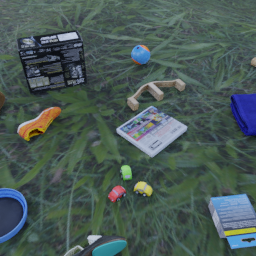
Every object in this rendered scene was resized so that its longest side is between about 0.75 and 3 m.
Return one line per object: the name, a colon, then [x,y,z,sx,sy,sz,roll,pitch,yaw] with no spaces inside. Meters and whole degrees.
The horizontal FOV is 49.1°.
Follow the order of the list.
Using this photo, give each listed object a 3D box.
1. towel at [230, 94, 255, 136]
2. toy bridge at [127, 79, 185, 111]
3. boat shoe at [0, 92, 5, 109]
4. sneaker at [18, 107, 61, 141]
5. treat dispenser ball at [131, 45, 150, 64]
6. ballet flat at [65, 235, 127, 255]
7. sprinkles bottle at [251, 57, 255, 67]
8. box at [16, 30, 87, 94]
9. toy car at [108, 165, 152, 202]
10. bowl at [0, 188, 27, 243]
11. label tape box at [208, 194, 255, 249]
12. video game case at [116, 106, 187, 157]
towel: [5.511,-0.494,10.749,2.773,0.687,2.048,-2,49,-2]
toy bridge: [1.162,-1.587,12.041,2.798,0.381,0.940,-24,52,-23]
boat shoe: [-5.473,-0.658,10.990,0.665,0.667,1.848,-18,47,26]
sneaker: [-3.177,-0.141,10.437,0.701,0.664,1.818,40,60,15]
treat dispenser ball: [0.632,-3.638,13.944,0.931,0.931,0.931,0,42,0]
ballet flat: [-0.969,3.031,6.850,1.887,0.641,0.645,-22,38,-23]
sprinkles bottle: [6.627,-3.017,13.626,0.421,0.421,1.234,-28,49,-27]
box: [-3.224,-2.864,12.181,2.611,2.138,1.124,-14,44,-14]
toy car: [-0.002,1.605,8.633,1.344,0.300,1.264,-7,43,-8]
bowl: [-3.605,2.425,7.720,1.632,0.320,1.632,0,42,0]
label tape box: [2.909,2.545,7.473,1.061,0.466,1.472,-4,42,-5]
video game case: [0.886,0.063,10.394,1.972,0.227,1.796,-34,52,-30]
